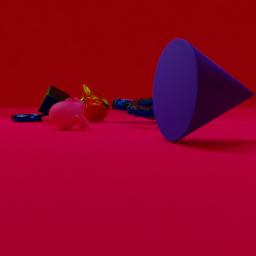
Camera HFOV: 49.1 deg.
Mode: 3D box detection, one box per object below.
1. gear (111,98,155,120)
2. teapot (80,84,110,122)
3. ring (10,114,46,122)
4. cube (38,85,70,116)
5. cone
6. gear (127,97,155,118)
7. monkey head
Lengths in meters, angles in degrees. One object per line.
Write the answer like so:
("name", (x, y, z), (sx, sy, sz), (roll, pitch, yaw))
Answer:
("gear", (0.436, -0.630, 10.162), (2.040, 0.377, 2.040), (14, 0, 0))
("teapot", (-1.269, -0.847, 10.633), (1.250, 0.984, 2.010), (-13, -42, 12))
("ring", (-3.782, -0.394, 10.816), (1.405, 0.281, 1.405), (0, 5, 0))
("cube", (-2.533, -0.865, 9.659), (0.762, 0.762, 0.762), (27, 27, -22))
("cone", (1.482, -0.596, 4.762), (1.637, 1.631, 1.631), (0, 4, -17))
("gear", (0.574, -0.584, 7.815), (1.206, 0.223, 1.206), (-2, 23, 1))
("monkey head", (-1.499, -0.236, 7.243), (1.434, 1.032, 0.864), (0, 40, 36))
